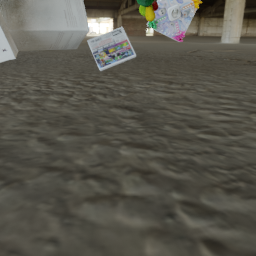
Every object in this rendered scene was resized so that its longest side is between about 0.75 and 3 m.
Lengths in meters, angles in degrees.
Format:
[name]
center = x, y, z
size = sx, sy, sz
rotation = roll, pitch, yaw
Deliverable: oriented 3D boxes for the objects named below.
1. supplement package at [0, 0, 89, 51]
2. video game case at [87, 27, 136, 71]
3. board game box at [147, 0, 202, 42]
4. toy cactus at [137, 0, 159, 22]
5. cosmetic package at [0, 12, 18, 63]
[supplement package]
center = -2.491, -3.094, 8.025
size = 2.295, 1.346, 1.341
rotation = -11, -4, -28
[video game case]
center = -0.474, -2.290, 8.084
size = 1.127, 1.027, 0.129
rotation = -23, -13, -4
[board game box]
center = 1.508, -3.668, 8.956
size = 1.450, 1.450, 0.188
rotation = 14, 22, -31
[toy cactus]
center = 0.566, -2.649, 5.013
size = 1.789, 1.109, 2.169
rotation = -34, 6, -31
[cosmetic package]
center = -3.899, -2.512, 5.949
size = 2.021, 2.681, 0.693
rotation = -17, 33, -3
